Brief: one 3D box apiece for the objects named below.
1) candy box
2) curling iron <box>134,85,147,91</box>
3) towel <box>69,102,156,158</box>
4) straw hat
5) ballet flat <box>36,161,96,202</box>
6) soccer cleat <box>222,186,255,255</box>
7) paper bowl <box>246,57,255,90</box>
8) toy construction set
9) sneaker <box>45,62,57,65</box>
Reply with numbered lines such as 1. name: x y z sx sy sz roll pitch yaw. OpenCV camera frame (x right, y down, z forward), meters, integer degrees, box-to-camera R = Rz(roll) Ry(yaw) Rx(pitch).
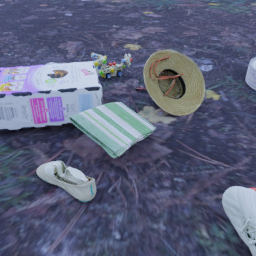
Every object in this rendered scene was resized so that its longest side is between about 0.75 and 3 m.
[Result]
1. candy box: -2.307 -1.040 8.158 2.949 1.055 2.474 -6 29 -9
2. curling iron: 0.776 -1.322 9.519 1.152 0.147 0.286 8 34 12
3. towel: -0.281 -0.062 6.713 1.424 0.218 1.867 38 34 17
4. straw hat: 1.260 -1.308 8.669 2.107 2.107 0.892 -16 -3 -23
5. ballet flat: -1.300 0.957 5.773 1.592 0.553 0.553 20 39 27
6. soccer cleat: 2.249 1.928 3.966 1.108 0.989 2.855 -23 40 -17
7. paper bowl: 5.357 -1.999 9.606 2.309 1.201 2.309 -1 34 1
8. toy construction set: -0.592 -2.325 10.276 1.483 0.972 0.683 -6 34 -9
9. sneaker: -3.203 -2.026 10.354 1.431 0.514 0.519 -29 16 -30
